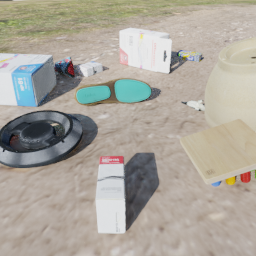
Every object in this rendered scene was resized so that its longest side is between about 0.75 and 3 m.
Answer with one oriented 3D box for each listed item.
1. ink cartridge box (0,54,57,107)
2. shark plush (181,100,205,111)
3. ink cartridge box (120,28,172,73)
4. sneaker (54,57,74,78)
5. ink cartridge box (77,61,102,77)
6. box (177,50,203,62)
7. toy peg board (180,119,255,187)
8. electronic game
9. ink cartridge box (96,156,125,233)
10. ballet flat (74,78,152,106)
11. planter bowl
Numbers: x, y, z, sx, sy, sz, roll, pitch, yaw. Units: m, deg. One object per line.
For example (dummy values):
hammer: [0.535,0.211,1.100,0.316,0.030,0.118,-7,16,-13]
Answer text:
ink cartridge box: [-4.457,-1.829,10.255,2.994,1.267,2.164,2,31,5]
shark plush: [2.183,-0.725,9.413,0.846,0.384,0.352,5,-14,26]
ink cartridge box: [0.950,-3.598,12.958,2.732,1.591,0.922,21,37,30]
sneaker: [-2.829,-2.554,12.228,0.888,0.737,1.859,-14,24,-4]
ink cartridge box: [-1.702,-2.646,12.522,0.662,0.386,0.915,25,38,35]
box: [3.123,-3.667,14.252,1.220,0.392,0.427,18,36,27]
toy peg board: [2.320,0.730,6.620,1.640,0.806,1.647,-19,31,-1]
electronic game: [-2.415,0.220,7.524,2.401,0.500,2.401,-3,35,2]
ink cartridge box: [-0.310,1.254,5.397,0.517,0.890,1.234,-1,30,-2]
ballet flat: [-0.552,-1.264,9.911,2.695,0.914,0.975,-10,13,-8]
planter bowl: [3.573,-1.320,7.941,2.975,2.002,2.975,-14,33,9]
